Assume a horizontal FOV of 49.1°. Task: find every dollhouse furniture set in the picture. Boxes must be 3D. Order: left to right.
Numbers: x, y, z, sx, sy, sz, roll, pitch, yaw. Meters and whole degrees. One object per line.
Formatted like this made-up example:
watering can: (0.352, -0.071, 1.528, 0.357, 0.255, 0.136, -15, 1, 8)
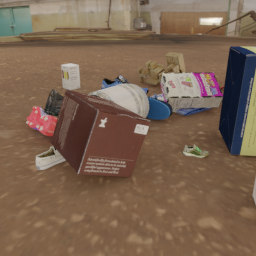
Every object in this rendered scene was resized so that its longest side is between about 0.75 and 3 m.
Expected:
dollhouse furniture set: (2.179, -3.038, 16.203, 2.449, 1.627, 2.147, -41, 41, -25)

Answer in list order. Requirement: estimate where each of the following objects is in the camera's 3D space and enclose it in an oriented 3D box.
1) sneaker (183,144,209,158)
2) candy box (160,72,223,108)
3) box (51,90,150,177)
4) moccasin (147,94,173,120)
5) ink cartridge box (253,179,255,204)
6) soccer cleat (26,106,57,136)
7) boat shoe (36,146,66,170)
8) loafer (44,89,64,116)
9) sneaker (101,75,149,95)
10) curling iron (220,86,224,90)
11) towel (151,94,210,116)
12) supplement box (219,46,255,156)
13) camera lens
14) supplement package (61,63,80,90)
sneaker: (2.023, 0.662, 8.330, 0.774, 0.343, 0.297, 4, 24, 9)
candy box: (2.642, -1.609, 11.863, 2.298, 0.701, 1.567, 0, 50, -5)
box: (-0.804, 0.120, 7.406, 1.633, 1.617, 1.969, 12, 13, -37)
moccasin: (0.777, -1.002, 11.390, 2.466, 0.992, 0.841, 19, 29, 34)
ink cartridge box: (3.571, 1.565, 5.785, 1.634, 0.689, 1.193, 5, 24, 11)
soccer cleat: (-2.933, -0.185, 10.007, 0.928, 0.810, 2.428, 30, -5, -34)
boat shoe: (-2.081, 0.678, 8.017, 0.484, 0.558, 1.309, 19, 30, 37)
loafer: (-1.756, -0.767, 10.363, 2.501, 0.904, 0.910, 9, 9, -32)
sneaker: (-0.211, -1.928, 13.407, 2.450, 1.092, 0.962, 8, 25, 17)
curling iron: (4.739, -1.968, 14.605, 1.646, 0.210, 0.408, -15, 28, -32)
towel: (2.282, -1.161, 12.639, 1.807, 0.293, 2.461, -17, 29, -32)
supplement box: (4.601, -0.840, 8.460, 2.973, 2.976, 1.998, 3, 23, 6)
camera lens: (-0.437, -0.617, 9.672, 1.616, 1.616, 2.020, 19, 30, 37)
supplement package: (-3.101, -2.786, 15.164, 0.719, 1.264, 0.692, 19, 30, 38)
